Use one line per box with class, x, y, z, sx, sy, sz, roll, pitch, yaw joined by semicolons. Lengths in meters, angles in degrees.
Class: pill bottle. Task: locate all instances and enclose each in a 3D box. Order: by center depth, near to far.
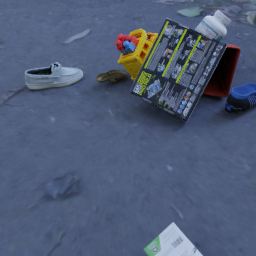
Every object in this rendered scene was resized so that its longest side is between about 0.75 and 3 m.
pill bottle;2.920;-3.407;10.419;1.019;1.839;1.019;31;29;-19

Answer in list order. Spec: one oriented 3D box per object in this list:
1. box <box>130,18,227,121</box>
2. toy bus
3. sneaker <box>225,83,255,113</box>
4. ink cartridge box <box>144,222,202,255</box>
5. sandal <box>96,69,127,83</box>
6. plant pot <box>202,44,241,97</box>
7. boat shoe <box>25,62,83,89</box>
box;1.495;-1.751;8.532;2.006;0.554;2.504;27;95;10
toy bus;0.393;-2.742;9.633;1.226;1.734;1.806;-3;58;48
sneaker;3.833;-0.957;9.037;1.937;0.754;0.679;-11;44;-33
ink cartridge box;0.955;2.493;5.273;0.791;0.457;1.084;-39;54;-8
sandal;-0.609;-1.797;10.005;1.219;0.329;0.490;-24;53;-32
plant pot;2.742;-2.213;9.621;1.660;1.661;1.464;11;32;10
boat shoe;-2.588;-1.891;9.833;2.017;0.718;0.704;-14;48;-15
